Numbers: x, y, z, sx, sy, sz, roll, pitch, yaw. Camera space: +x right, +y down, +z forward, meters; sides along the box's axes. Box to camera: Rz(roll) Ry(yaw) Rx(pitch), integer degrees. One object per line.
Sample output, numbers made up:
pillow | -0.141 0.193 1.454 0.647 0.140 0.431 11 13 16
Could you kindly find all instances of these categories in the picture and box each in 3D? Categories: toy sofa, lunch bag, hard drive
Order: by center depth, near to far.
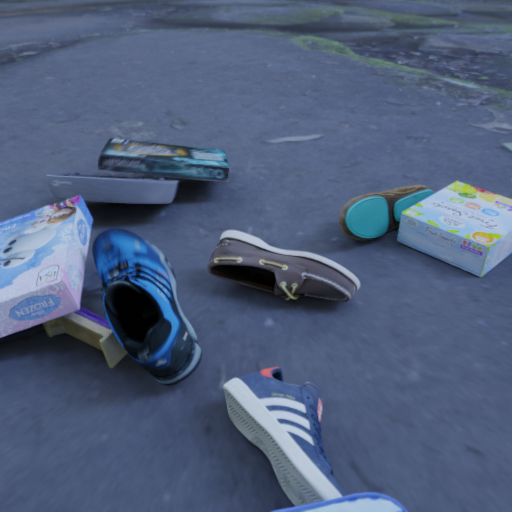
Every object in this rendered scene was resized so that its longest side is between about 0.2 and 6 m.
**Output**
lunch bag | 0.205 2.838 3.906 2.592 1.069 2.084 -5 29 -10
toy sofa | -2.217 0.911 7.478 1.290 0.534 0.630 19 45 28
hard drive | -2.645 -1.299 10.720 2.313 0.489 1.560 2 8 -6

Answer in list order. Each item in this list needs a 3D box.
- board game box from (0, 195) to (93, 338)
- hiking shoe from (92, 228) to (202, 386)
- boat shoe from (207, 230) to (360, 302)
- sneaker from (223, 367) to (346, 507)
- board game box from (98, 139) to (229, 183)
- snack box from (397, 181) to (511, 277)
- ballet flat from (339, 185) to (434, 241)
board game box | -3.709 0.266 7.962 2.580 0.560 2.568 -19 33 -1
hiking shoe | -1.503 0.396 7.053 0.938 1.093 2.520 -37 56 -2
boat shoe | 0.379 0.291 8.376 2.276 0.818 0.677 19 58 15
sneaker | 0.479 1.825 5.802 0.877 0.778 2.076 -21 37 -23
board game box | -1.864 -1.986 11.565 2.523 0.355 1.707 5 21 -9
snack box | 3.722 -0.543 9.835 1.936 0.655 1.633 -28 42 -36
ballet flat | 2.206 -0.848 10.264 2.484 0.842 0.898 -19 20 -33
